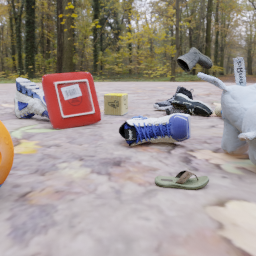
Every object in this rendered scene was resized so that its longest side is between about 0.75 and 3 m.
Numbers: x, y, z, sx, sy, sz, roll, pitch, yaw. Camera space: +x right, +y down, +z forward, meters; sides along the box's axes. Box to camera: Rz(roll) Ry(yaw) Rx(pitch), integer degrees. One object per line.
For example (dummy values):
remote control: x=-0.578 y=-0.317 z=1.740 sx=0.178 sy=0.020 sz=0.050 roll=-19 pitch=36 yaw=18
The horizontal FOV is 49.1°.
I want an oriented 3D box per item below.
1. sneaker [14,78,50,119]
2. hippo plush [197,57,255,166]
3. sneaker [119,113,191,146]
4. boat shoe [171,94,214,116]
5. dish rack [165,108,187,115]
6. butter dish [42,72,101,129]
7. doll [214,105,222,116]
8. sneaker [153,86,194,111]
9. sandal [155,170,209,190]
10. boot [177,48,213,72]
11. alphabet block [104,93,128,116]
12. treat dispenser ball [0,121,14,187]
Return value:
sneaker: x=-4.310 y=-0.954 z=13.085 sx=2.820 sy=1.629 sz=1.139 roll=36 pitch=24 yaw=17
hippo plush: x=3.358 y=-0.237 z=6.596 sx=2.208 sy=2.772 sz=2.229 roll=-22 pitch=21 yaw=3
sneaker: x=0.648 y=0.140 z=8.594 sx=2.380 sy=0.961 sz=1.374 roll=0 pitch=14 yaw=37
boat shoe: x=3.232 y=-1.022 z=14.307 sx=0.720 sy=0.902 sz=2.386 roll=-45 pitch=40 yaw=-14
dish rack: x=2.462 y=-0.812 z=14.303 sx=1.062 sy=0.290 sz=0.815 roll=0 pitch=13 yaw=-1
butter dish: x=-2.531 y=-1.075 z=11.826 sx=2.246 sy=2.240 sz=1.660 roll=-12 pitch=-1 yaw=-33
doll: x=5.086 y=-0.698 z=12.838 sx=1.878 sy=0.667 sz=2.752 roll=-6 pitch=14 yaw=-31
sneaker: x=2.588 y=-1.681 z=15.758 sx=2.397 sy=1.364 sz=0.905 roll=-2 pitch=12 yaw=-9
sandal: x=1.084 y=1.015 z=5.623 sx=1.091 sy=0.311 sz=0.433 roll=1 pitch=12 yaw=4
boot: x=2.801 y=-2.701 z=11.659 sx=1.321 sy=0.527 sz=1.453 roll=37 pitch=41 yaw=5
alphabet block: x=-0.604 y=-1.231 z=14.429 sx=1.021 sy=1.040 sz=1.016 roll=3 pitch=12 yaw=17
treat dispenser ball: x=-2.910 y=0.455 z=4.734 sx=1.825 sy=1.825 sz=1.825 roll=0 pitch=12 yaw=0
